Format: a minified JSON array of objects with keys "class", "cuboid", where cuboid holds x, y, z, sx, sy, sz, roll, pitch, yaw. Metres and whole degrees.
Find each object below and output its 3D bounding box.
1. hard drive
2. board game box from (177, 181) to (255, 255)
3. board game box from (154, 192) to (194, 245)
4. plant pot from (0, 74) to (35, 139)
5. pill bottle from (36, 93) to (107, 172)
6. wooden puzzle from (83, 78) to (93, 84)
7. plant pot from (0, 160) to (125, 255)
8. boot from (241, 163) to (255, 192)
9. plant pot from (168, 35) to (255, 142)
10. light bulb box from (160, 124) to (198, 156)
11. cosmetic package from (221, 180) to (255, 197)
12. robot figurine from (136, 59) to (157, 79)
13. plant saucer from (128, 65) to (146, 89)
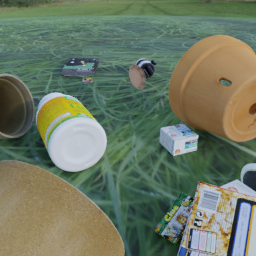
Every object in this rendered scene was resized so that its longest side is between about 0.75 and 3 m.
[{"class":"hard drive","cuboid":[-2.664,-3.503,15.978,1.688,0.457,2.417,1,27,3]},{"class":"board game box","cuboid":[2.154,2.143,3.977,2.850,0.660,2.159,12,50,23]},{"class":"board game box","cuboid":[1.007,1.779,5.578,0.511,0.114,0.976,19,60,45]},{"class":"plant pot","cuboid":[-4.378,-0.613,9.038,1.751,2.019,2.019,-5,23,24]},{"class":"pill bottle","cuboid":[-1.794,-0.073,8.103,1.511,1.511,2.721,-13,30,-23]},{"class":"wooden puzzle","cuboid":[-2.059,-2.427,14.280,0.563,0.098,0.834,-7,28,-13]},{"class":"plant pot","cuboid":[-1.634,2.116,3.382,2.385,2.385,2.559,12,41,22]},{"class":"boot","cuboid":[3.916,1.241,6.350,2.439,0.883,1.759,24,34,24]},{"class":"plant pot","cuboid":[2.995,-0.991,8.212,2.988,2.988,2.091,-10,32,-19]},{"class":"light bulb box","cuboid":[1.516,0.335,8.418,0.838,0.527,0.845,-11,29,-20]},{"class":"cosmetic package","cuboid":[2.351,1.868,5.507,1.393,0.477,1.847,-13,30,-27]},{"class":"robot figurine","cuboid":[0.905,-3.131,14.799,1.089,0.905,1.450,1,26,-14]},{"class":"plant saucer","cuboid":[0.254,-1.567,8.695,0.142,0.779,0.779,-12,14,42]}]
